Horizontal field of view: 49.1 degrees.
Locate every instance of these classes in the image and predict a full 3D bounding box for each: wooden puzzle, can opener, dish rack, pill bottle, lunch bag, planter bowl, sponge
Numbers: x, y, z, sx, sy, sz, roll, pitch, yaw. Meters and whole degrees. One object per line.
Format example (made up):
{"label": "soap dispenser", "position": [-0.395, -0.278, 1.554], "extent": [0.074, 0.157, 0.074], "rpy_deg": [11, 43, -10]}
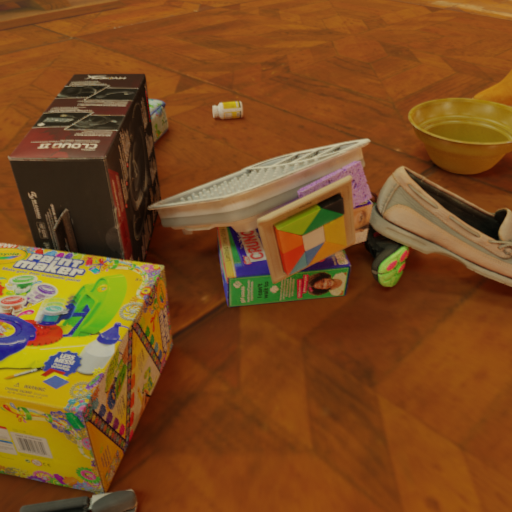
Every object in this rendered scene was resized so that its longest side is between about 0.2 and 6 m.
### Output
{"label": "wooden puzzle", "position": [0.777, -0.293, 7.835], "extent": [1.420, 1.535, 0.286], "rpy_deg": [-26, 54, -9]}
{"label": "can opener", "position": [-1.921, 2.705, 6.020], "extent": [1.273, 0.426, 0.340], "rpy_deg": [-5, 37, -7]}
{"label": "dish rack", "position": [0.095, -1.092, 9.401], "extent": [3.255, 0.709, 2.793], "rpy_deg": [-26, 16, -35]}
{"label": "pill bottle", "position": [-0.752, -3.815, 14.707], "extent": [0.760, 0.426, 0.426], "rpy_deg": [-7, 37, -8]}
{"label": "lunch bag", "position": [-3.174, -3.149, 13.502], "extent": [1.650, 0.846, 2.052], "rpy_deg": [7, 36, 14]}
{"label": "planter bowl", "position": [4.644, -2.537, 12.431], "extent": [2.605, 1.085, 2.605], "rpy_deg": [-1, 35, 1]}
{"label": "sponge", "position": [1.143, -0.890, 8.102], "extent": [1.079, 0.602, 0.161], "rpy_deg": [-29, 22, -19]}

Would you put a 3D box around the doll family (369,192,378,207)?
{"label": "doll family", "position": [1.442, -0.910, 10.600], "extent": [1.947, 0.764, 1.125], "rpy_deg": [20, 46, 29]}

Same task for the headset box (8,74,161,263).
{"label": "headset box", "position": [-2.573, -1.074, 9.177], "extent": [1.393, 2.685, 3.608], "rpy_deg": [0, 38, 2]}

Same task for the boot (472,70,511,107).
{"label": "boot", "position": [7.305, -5.240, 15.161], "extent": [3.009, 2.154, 1.059], "rpy_deg": [-14, 38, -18]}

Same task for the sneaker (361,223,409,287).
{"label": "sneaker", "position": [2.144, -0.129, 9.529], "extent": [0.852, 0.781, 2.034], "rpy_deg": [15, 29, 11]}

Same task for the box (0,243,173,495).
{"label": "box", "position": [-2.674, 1.256, 7.023], "extent": [2.540, 1.549, 2.447], "rpy_deg": [7, 37, 9]}

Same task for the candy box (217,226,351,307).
{"label": "candy box", "position": [0.381, -0.019, 9.356], "extent": [1.966, 0.757, 1.662], "rpy_deg": [-7, 40, -7]}

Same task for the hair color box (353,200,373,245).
{"label": "hair color box", "position": [1.033, -0.454, 8.653], "extent": [1.440, 0.787, 0.467], "rpy_deg": [-18, 46, -18]}

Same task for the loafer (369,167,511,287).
{"label": "loafer", "position": [3.574, -0.389, 8.944], "extent": [3.441, 1.082, 1.237], "rpy_deg": [19, 29, 0]}
